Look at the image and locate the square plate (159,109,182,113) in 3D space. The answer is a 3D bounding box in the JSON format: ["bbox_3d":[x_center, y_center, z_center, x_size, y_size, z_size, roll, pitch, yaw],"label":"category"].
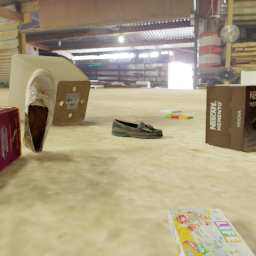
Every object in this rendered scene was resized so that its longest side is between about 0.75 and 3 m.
[{"bbox_3d":[2.110,-0.845,13.875,0.827,0.118,0.819,-8,13,-39],"label":"square plate"}]

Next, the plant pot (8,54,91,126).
[{"bbox_3d":[-2.793,-1.273,10.564,2.125,2.400,2.397,26,22,31],"label":"plant pot"}]

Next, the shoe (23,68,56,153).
[{"bbox_3d":[-1.860,-0.331,5.948,0.641,1.833,0.489,3,17,-28],"label":"shoe"}]

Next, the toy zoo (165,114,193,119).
[{"bbox_3d":[2.193,-0.487,11.825,1.118,0.114,0.733,4,11,25],"label":"toy zoo"}]

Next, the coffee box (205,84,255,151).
[{"bbox_3d":[3.262,-0.401,7.310,2.669,1.509,1.065,-7,11,-37],"label":"coffee box"}]

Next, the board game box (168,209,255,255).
[{"bbox_3d":[0.772,1.082,2.798,0.603,0.153,0.897,0,10,-2],"label":"board game box"}]

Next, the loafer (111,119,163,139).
[{"bbox_3d":[0.241,0.015,7.937,1.506,0.474,0.541,3,10,15],"label":"loafer"}]

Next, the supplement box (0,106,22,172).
[{"bbox_3d":[-2.872,0.270,4.658,1.407,1.092,2.550,0,10,-3],"label":"supplement box"}]
